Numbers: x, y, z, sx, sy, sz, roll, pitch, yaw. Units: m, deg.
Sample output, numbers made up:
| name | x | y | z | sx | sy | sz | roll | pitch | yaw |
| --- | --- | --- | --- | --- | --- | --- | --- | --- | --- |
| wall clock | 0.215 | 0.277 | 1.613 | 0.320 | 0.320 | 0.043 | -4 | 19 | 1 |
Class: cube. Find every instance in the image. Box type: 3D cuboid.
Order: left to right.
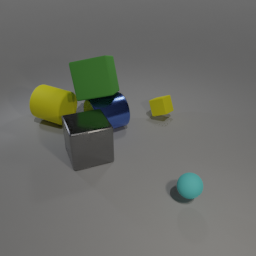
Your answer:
| name | x | y | z | sx | sy | sz | roll | pitch | yaw |
| --- | --- | --- | --- | --- | --- | --- | --- | --- | --- |
| cube | -1.355 | 0.360 | 9.461 | 1.400 | 1.400 | 1.400 | -12 | 33 | -18 |
| cube | -1.214 | -1.892 | 10.521 | 1.400 | 1.400 | 1.400 | -9 | 13 | 9 |
| cube | 1.412 | -0.945 | 11.852 | 0.700 | 0.700 | 0.700 | -8 | 12 | 37 |

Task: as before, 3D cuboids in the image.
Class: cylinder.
| name | x | y | z | sx | sy | sz | roll | pitch | yaw |
| --- | --- | --- | --- | --- | --- | --- | --- | --- | --- |
| cylinder | -3.028 | -0.950 | 11.481 | 1.400 | 1.400 | 1.400 | 16 | 34 | 18 |
| cylinder | -0.848 | -0.598 | 11.040 | 1.400 | 1.400 | 1.400 | -17 | 35 | -26 |

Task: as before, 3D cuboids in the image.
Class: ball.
| name | x | y | z | sx | sy | sz | roll | pitch | yaw |
| --- | --- | --- | --- | --- | --- | --- | --- | --- | --- |
| ball | 1.674 | 1.558 | 7.572 | 0.700 | 0.700 | 0.700 | 0 | 31 | 0 |
